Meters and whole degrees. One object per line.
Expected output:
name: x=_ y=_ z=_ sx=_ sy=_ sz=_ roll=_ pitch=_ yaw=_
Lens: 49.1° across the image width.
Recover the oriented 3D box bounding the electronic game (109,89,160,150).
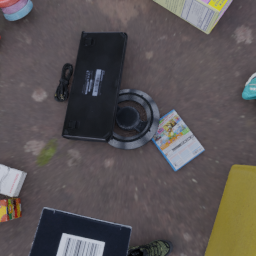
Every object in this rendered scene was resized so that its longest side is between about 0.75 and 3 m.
electronic game: x=0.000 y=-0.241 z=7.147 sx=1.613 sy=0.336 sz=1.613 roll=-2 pitch=75 yaw=8

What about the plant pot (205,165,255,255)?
plant pot: x=3.334 y=2.170 z=5.508 sx=2.498 sy=2.555 sz=2.481 roll=20 pitch=79 yaw=5

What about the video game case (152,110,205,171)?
video game case: x=1.187 y=0.302 z=7.155 sx=0.934 sy=0.116 sz=1.305 roll=-35 pitch=80 yaw=-6

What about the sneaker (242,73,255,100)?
sneaker: x=4.085 y=-0.390 z=7.007 sx=2.624 sy=1.017 sz=1.045 roll=42 pitch=97 yaw=15

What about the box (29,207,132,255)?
box: x=-0.804 y=1.831 z=4.297 sx=1.245 sy=1.677 sz=0.898 roll=16 pitch=67 yaw=-10

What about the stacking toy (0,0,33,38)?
stacking toy: x=-3.703 y=-3.197 z=7.792 sx=1.982 sy=0.837 sz=1.794 roll=-43 pitch=55 yaw=-11

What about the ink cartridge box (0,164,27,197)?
ink cartridge box: x=-3.019 y=1.251 z=6.822 sx=0.855 sy=0.358 sz=0.620 roll=17 pitch=78 yaw=4

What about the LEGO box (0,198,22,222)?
LEGO box: x=-3.190 y=1.935 z=6.402 sx=1.197 sy=0.891 sz=0.462 roll=-8 pitch=78 yaw=-1

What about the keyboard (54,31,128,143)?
keyboard: x=-1.023 y=-1.135 z=7.272 sx=1.783 sy=0.381 sz=2.969 roll=5 pitch=76 yaw=14

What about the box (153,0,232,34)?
box: x=1.916 y=-4.064 z=7.613 sx=2.175 sy=1.051 sz=1.913 roll=35 pitch=80 yaw=7

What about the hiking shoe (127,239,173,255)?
hiking shoe: x=0.476 y=2.852 z=6.353 sx=1.191 sy=0.600 sz=0.451 roll=-13 pitch=78 yaw=-3
